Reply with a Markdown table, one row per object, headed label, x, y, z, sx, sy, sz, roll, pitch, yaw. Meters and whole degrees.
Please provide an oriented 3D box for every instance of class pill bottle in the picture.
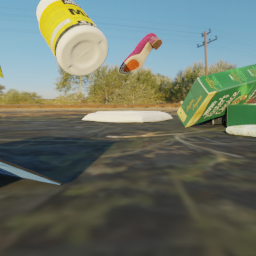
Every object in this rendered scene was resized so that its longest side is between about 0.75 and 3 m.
| label | x | y | z | sx | sy | sz | roll | pitch | yaw |
| --- | --- | --- | --- | --- | --- | --- | --- | --- | --- |
| pill bottle | -1.842 | -2.997 | 8.729 | 1.567 | 1.567 | 2.742 | -3 | 44 | -36 |

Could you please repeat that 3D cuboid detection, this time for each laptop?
| label | x | y | z | sx | sy | sz | roll | pitch | yaw |
| --- | --- | --- | --- | --- | --- | --- | --- | --- | --- |
| laptop | -1.877 | 0.471 | 1.713 | 1.884 | 1.166 | 2.013 | 2 | 33 | 29 |

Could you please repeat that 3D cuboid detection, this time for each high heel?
| label | x | y | z | sx | sy | sz | roll | pitch | yaw |
| --- | --- | --- | --- | --- | --- | --- | --- | --- | --- |
| high heel | 0.390 | -3.028 | 11.416 | 2.103 | 0.709 | 1.011 | -36 | 40 | 0 |

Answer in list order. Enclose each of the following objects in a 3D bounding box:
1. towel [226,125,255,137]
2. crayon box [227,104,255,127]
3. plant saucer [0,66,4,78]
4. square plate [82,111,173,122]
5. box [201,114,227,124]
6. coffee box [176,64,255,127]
| label | x | y | z | sx | sy | sz | roll | pitch | yaw |
| --- | --- | --- | --- | --- | --- | --- | --- | --- | --- |
| towel | 2.773 | 0.060 | 6.097 | 0.955 | 0.230 | 0.817 | -3 | 2 | -31 |
| crayon box | 4.367 | -0.343 | 7.965 | 2.393 | 0.697 | 2.064 | -4 | 6 | -42 |
| plant saucer | -3.912 | -2.310 | 7.798 | 0.338 | 1.411 | 1.409 | -17 | -28 | -20 |
| square plate | 0.040 | -0.530 | 12.239 | 2.952 | 0.424 | 2.980 | 3 | 6 | 32 |
| box | 3.330 | -0.578 | 10.053 | 1.580 | 0.846 | 1.172 | -1 | 4 | -22 |
| coffee box | 2.920 | -0.987 | 8.164 | 2.784 | 0.612 | 1.712 | -15 | -26 | -23 |
